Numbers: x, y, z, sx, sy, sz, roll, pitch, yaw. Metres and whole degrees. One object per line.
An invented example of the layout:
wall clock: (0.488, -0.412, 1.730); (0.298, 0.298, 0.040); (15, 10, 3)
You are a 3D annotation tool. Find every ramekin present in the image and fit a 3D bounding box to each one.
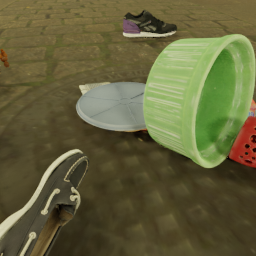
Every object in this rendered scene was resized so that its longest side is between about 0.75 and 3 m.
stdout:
ramekin: (1.540, -0.625, 6.013); (1.316, 2.693, 2.693); (19, 37, 39)

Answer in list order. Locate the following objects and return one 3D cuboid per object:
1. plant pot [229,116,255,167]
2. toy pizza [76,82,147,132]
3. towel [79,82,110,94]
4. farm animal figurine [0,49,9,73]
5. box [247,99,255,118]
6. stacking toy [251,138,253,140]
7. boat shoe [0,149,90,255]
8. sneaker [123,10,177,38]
plant pot: (2.789, 0.363, 5.921); (0.934, 1.026, 1.026); (25, 40, 23)
toy pizza: (-0.078, -0.581, 7.883); (2.703, 0.428, 2.703); (0, 33, 0)
towel: (-0.973, -1.224, 9.104); (1.099, 0.197, 1.141); (-10, 33, -14)
farm animal figurine: (-5.013, -2.064, 9.856); (1.632, 0.860, 1.650); (15, 46, 25)
box: (3.175, -0.579, 7.809); (0.489, 0.530, 1.033); (2, 32, 3)
stacking toy: (3.344, 0.195, 6.787); (1.026, 0.438, 0.438); (-25, 40, -23)
boat shoe: (-1.211, 1.311, 4.546); (0.741, 0.908, 2.458); (14, 39, 21)
sneaker: (1.204, -5.505, 14.704); (2.935, 1.285, 1.112); (-5, 33, -8)
